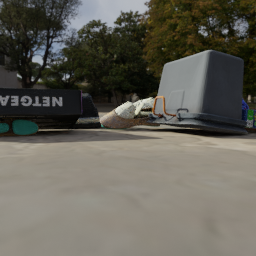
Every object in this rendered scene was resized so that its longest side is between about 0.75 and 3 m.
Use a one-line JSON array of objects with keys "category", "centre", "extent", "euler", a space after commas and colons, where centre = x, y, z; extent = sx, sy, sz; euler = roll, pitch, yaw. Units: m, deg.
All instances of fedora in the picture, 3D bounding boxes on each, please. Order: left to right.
[{"category": "fedora", "centre": [-1.813, -0.624, 9.491], "extent": [2.432, 1.111, 2.432], "euler": [-1, 5, 0]}]

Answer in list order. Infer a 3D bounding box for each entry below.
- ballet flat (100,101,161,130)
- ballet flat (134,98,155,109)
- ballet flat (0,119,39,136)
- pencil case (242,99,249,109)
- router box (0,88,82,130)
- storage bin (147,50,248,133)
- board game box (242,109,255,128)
[{"category": "ballet flat", "centre": [0.192, -0.428, 8.262], "extent": [2.171, 0.730, 0.739], "euler": [-5, 38, -34]}, {"category": "ballet flat", "centre": [1.289, -1.022, 12.278], "extent": [2.897, 1.040, 1.040], "euler": [-12, 8, -18]}, {"category": "ballet flat", "centre": [-2.607, 0.016, 6.269], "extent": [1.160, 0.393, 0.419], "euler": [-7, -1, -21]}, {"category": "pencil case", "centre": [4.300, -0.831, 12.566], "extent": [1.081, 1.203, 2.770], "euler": [28, 2, -6]}, {"category": "router box", "centre": [-2.553, -0.408, 6.961], "extent": [2.576, 0.658, 1.922], "euler": [-1, -10, -19]}, {"category": "storage bin", "centre": [1.653, -0.892, 7.250], "extent": [1.918, 1.770, 2.636], "euler": [8, -1, -23]}, {"category": "board game box", "centre": [3.200, -0.271, 8.320], "extent": [1.825, 0.465, 2.697], "euler": [3, 2, -20]}]
